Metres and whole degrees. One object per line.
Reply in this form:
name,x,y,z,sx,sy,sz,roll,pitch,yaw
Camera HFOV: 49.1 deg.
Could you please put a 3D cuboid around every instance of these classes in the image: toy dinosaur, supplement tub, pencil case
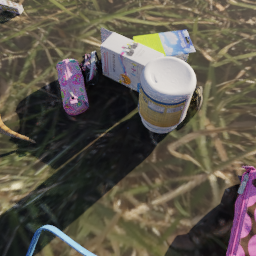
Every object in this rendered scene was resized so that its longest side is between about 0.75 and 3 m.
toy dinosaur,-4.225,-0.418,8.476,1.551,0.882,2.920,-30,65,-17
supplement tub,1.040,-0.860,8.049,1.464,2.023,1.464,0,60,-1
pencil case,-1.803,-1.349,9.040,0.831,0.831,1.900,-12,60,-7
pencil case,3.034,2.426,6.626,1.394,1.350,2.975,36,58,-20

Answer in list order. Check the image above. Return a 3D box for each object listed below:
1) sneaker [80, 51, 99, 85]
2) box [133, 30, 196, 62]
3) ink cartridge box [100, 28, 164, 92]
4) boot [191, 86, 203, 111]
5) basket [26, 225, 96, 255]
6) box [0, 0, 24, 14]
sneaker,-1.358,-2.019,9.646,0.608,0.566,1.408,-7,52,10
box,1.258,-2.854,10.061,2.003,0.477,1.222,-10,61,-5
ink cartridge box,-0.093,-2.148,9.153,2.358,1.357,0.800,28,62,16
boot,2.028,-0.999,9.084,0.750,0.364,0.996,9,57,4
basket,-1.413,3.484,5.641,2.135,1.684,2.421,28,95,14
box,-4.974,-4.988,11.388,1.468,0.304,0.284,19,62,10
